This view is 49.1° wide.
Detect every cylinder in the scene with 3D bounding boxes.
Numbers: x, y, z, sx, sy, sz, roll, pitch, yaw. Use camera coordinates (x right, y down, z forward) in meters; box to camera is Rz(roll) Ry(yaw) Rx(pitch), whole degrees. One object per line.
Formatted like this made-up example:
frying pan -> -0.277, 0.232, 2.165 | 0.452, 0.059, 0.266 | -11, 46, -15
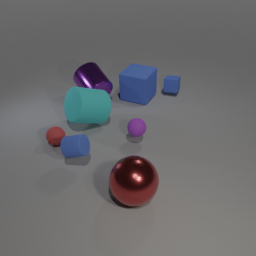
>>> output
cylinder -> -1.654, -2.132, 13.245 | 1.400, 1.400, 1.400 | -22, 64, -31
cylinder -> -1.692, 0.580, 9.027 | 0.700, 0.700, 0.700 | -8, 28, 22
cylinder -> -1.626, -0.890, 11.265 | 1.400, 1.400, 1.400 | 1, 25, -41

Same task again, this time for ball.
ball -> -2.678, 0.288, 10.377 | 0.700, 0.700, 0.700 | 0, 32, 0
ball -> 0.325, -0.020, 10.314 | 0.700, 0.700, 0.700 | 0, 32, 0
ball -> 0.164, 1.470, 7.854 | 1.400, 1.400, 1.400 | 0, 32, 0

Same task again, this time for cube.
cube -> 2.223, -2.217, 14.125 | 0.700, 0.700, 0.700 | 9, 27, 20
cube -> 0.505, -2.148, 13.602 | 1.400, 1.400, 1.400 | 15, 39, 22
